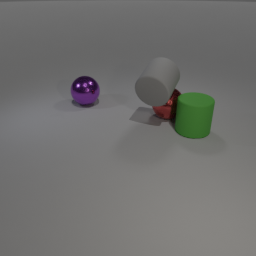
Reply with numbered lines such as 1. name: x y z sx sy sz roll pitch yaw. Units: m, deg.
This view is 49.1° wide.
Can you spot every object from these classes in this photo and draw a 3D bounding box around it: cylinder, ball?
1. cylinder: 1.160 -1.789 10.883 1.400 1.400 1.400 12 47 22
2. cylinder: 2.608 -0.515 11.033 1.400 1.400 1.400 0 28 0
3. ball: 1.727 -1.073 12.105 1.400 1.400 1.400 0 28 0
4. ball: -2.047 -1.794 13.429 1.400 1.400 1.400 0 28 0
